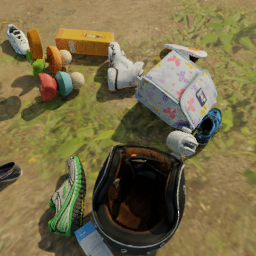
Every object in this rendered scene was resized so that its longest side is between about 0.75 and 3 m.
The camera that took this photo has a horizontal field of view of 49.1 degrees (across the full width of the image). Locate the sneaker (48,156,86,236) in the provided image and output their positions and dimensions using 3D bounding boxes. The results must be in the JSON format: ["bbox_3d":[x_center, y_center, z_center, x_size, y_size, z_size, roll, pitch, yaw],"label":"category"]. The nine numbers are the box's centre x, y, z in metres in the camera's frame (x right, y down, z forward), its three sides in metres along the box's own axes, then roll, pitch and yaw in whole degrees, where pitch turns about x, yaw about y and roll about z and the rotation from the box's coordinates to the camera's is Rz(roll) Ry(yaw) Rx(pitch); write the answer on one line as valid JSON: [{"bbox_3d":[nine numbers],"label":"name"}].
[{"bbox_3d":[-1.928,2.028,8.842,1.118,1.024,2.624,0,52,0],"label":"sneaker"}]

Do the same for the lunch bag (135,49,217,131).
[{"bbox_3d":[2.094,-1.460,11.185,2.735,1.739,2.319,42,61,6],"label":"lunch bag"}]

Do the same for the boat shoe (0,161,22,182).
[{"bbox_3d":[-4.680,1.645,9.411,2.123,0.605,0.710,-20,54,-15],"label":"boat shoe"}]

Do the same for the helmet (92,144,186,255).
[{"bbox_3d":[0.280,1.995,7.782,2.815,2.683,2.815,12,8,-2],"label":"helmet"}]

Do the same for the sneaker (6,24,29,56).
[{"bbox_3d":[-5.515,-4.444,14.183,0.851,0.858,2.367,-32,59,-24],"label":"sneaker"}]

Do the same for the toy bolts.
[{"bbox_3d":[-3.029,-2.761,12.013,1.913,2.634,2.758,-17,71,-24],"label":"toy bolts"}]

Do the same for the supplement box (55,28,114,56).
[{"bbox_3d":[-2.117,-4.267,13.992,2.790,0.960,0.928,5,52,6],"label":"supplement box"}]

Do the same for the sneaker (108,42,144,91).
[{"bbox_3d":[-0.106,-2.848,12.802,1.590,1.039,2.766,-1,56,-1],"label":"sneaker"}]

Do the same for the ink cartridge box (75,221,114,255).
[{"bbox_3d":[-0.781,3.511,7.690,0.554,0.947,1.632,-30,57,-22],"label":"ink cartridge box"}]

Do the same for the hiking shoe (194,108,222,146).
[{"bbox_3d":[3.186,-0.176,10.724,0.726,0.846,1.951,24,55,18],"label":"hiking shoe"}]

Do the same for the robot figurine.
[{"bbox_3d":[1.886,0.530,9.956,0.775,1.372,1.163,27,88,-23],"label":"robot figurine"}]

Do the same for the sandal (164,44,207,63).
[{"bbox_3d":[2.715,-3.509,13.562,1.012,0.757,2.642,-9,28,-32],"label":"sandal"}]
